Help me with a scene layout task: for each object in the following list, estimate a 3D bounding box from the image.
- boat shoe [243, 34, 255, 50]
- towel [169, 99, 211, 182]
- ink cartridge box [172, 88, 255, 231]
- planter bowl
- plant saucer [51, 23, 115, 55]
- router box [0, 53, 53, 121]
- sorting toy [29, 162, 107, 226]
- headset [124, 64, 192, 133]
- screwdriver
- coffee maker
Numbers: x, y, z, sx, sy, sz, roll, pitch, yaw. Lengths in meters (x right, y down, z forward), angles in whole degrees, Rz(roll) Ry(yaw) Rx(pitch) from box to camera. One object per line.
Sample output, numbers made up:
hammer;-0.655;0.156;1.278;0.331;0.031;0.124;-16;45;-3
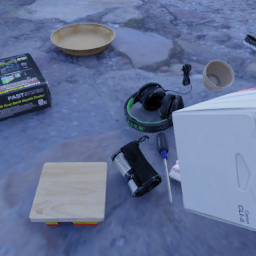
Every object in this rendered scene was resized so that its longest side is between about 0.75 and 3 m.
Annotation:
boat shoe;4.812;-3.110;10.367;0.412;0.340;1.200;-26;48;-26
towel;2.432;0.440;6.336;2.164;0.442;2.957;19;45;21
ink cartridge box;2.048;0.281;4.335;2.254;1.637;1.630;-17;12;-41
planter bowl;2.281;-1.301;7.333;0.784;0.527;0.784;3;72;-10
plant saucer;-1.660;-3.296;10.511;2.382;0.422;2.382;0;42;0
router box;-3.627;-1.065;7.731;2.578;0.801;1.932;-20;45;-20
sorting toy;-1.058;1.280;5.387;1.279;0.445;1.271;0;41;0
headset;0.889;-0.795;7.254;2.228;1.047;1.376;-36;53;-27
screwdriver;0.847;0.776;6.031;0.285;0.273;1.955;-17;38;7
coffee maker;0.247;0.763;5.645;0.643;0.916;0.954;16;31;-56
